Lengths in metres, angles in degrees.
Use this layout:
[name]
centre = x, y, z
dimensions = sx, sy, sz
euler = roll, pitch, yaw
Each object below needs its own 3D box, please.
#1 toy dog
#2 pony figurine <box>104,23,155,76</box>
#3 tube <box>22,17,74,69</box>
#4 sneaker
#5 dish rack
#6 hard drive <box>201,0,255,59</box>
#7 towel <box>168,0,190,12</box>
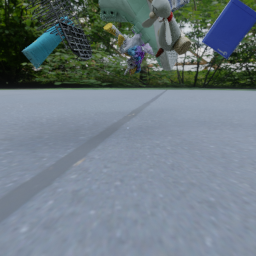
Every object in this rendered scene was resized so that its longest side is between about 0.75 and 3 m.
[toy dog]
centre = 0.497, -1.427, 4.189
dimensions = 1.118, 0.539, 0.738
euler = 38, 9, -43
[pony figurine]
centre = 0.420, -3.415, 10.861
dimensions = 2.321, 2.404, 2.002
euler = -42, 53, -8
[tube]
centre = -2.639, -2.956, 9.474
dimensions = 0.502, 0.771, 1.992
euler = 21, 66, 44
[sneaker]
centre = 0.247, -2.858, 7.601
dimensions = 1.734, 2.939, 1.082
euler = -6, 30, 33
[dish rack]
centre = -1.803, -2.894, 6.548
dimensions = 0.812, 2.975, 2.282
euler = -23, 11, 12
[hard drive]
centre = 3.349, -3.249, 9.198
dimensions = 1.067, 1.617, 0.205
euler = 34, 22, -2
[towel]
centre = 1.039, -3.041, 6.114
dimensions = 0.137, 0.845, 1.151
euler = -14, 13, -6
